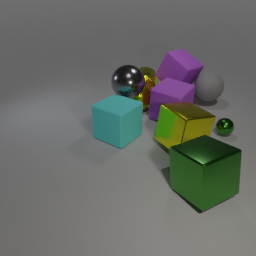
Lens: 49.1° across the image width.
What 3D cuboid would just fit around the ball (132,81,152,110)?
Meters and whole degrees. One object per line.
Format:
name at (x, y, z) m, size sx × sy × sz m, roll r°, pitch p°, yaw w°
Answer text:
ball at (0.481, -1.495, 12.796) m, size 1.400 × 1.400 × 1.400 m, roll 0°, pitch 30°, yaw 0°

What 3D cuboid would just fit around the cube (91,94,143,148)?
cube at (-0.393, -0.301, 10.721) m, size 1.400 × 1.400 × 1.400 m, roll 20°, pitch 35°, yaw 31°

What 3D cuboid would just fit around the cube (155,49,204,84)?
cube at (2.449, -2.736, 13.380) m, size 1.400 × 1.400 × 1.400 m, roll -23°, pitch 62°, yaw -42°

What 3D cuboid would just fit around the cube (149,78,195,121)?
cube at (1.866, -1.112, 11.911) m, size 1.400 × 1.400 × 1.400 m, roll 22°, pitch 41°, yaw 28°

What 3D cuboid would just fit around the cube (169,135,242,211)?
cube at (2.151, 1.190, 7.921) m, size 1.400 × 1.400 × 1.400 m, roll -16°, pitch 24°, yaw -26°

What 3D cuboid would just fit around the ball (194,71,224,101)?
ball at (3.818, -1.968, 13.261) m, size 1.400 × 1.400 × 1.400 m, roll 0°, pitch 30°, yaw 0°

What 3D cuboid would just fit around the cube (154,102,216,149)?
cube at (1.993, -0.020, 10.016) m, size 1.400 × 1.400 × 1.400 m, roll -7°, pitch 29°, yaw -31°

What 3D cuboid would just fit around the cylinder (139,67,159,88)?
cylinder at (0.781, -2.184, 13.991) m, size 1.400 × 1.400 × 1.400 m, roll 6°, pitch 30°, yaw 10°

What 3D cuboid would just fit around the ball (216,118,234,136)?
ball at (3.808, -0.053, 11.008) m, size 0.700 × 0.700 × 0.700 m, roll 0°, pitch 30°, yaw 0°

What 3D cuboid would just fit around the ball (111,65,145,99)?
ball at (0.005, -1.897, 11.547) m, size 1.400 × 1.400 × 1.400 m, roll 0°, pitch 30°, yaw 0°
